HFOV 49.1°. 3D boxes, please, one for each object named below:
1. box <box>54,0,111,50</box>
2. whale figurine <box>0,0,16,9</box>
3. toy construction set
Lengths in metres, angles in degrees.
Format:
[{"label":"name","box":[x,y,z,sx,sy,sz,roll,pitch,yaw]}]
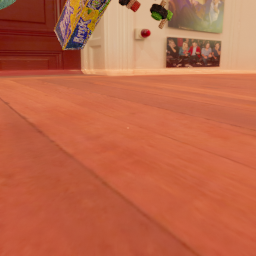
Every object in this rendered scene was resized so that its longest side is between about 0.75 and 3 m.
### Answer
[{"label":"box","box":[-1.534,-3.851,9.377,0.885,0.964,2.752,-15,-17,-38]},{"label":"whale figurine","box":[-3.230,-2.644,5.252,2.966,1.539,2.360,-34,-5,13]},{"label":"toy construction set","box":[0.196,-3.263,5.366,2.014,1.548,1.680,29,4,5]}]
